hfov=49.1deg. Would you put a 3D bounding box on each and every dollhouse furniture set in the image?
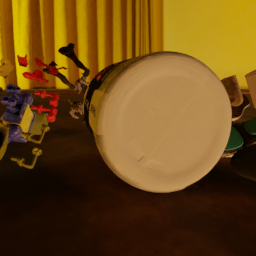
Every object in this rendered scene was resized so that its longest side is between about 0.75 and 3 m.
[{"bbox_3d":[2.764,-0.470,7.752,2.628,1.710,2.414,-15,7,42],"label":"dollhouse furniture set"}]

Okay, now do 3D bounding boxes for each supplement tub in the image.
[{"bbox_3d":[0.192,-0.265,4.774,1.827,1.827,2.982,-2,10,-13],"label":"supplement tub"}]

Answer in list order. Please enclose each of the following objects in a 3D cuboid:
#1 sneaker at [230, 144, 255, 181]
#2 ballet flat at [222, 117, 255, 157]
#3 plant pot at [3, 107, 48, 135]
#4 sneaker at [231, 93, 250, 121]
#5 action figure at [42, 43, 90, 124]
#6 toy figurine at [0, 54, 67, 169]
[{"bbox_3d":[1.931,0.411,3.399,0.718,0.601,1.582,10,-11,-38],"label":"sneaker"},{"bbox_3d":[2.115,0.226,5.208,1.977,0.711,0.711,-18,8,5],"label":"ballet flat"},{"bbox_3d":[-2.716,-0.208,7.631,0.952,1.002,1.002,11,10,-1],"label":"plant pot"},{"bbox_3d":[3.891,-0.636,10.970,2.412,0.878,1.021,-21,-13,-45],"label":"sneaker"},{"bbox_3d":[-1.242,-1.093,8.845,1.757,2.957,1.509,-43,35,1],"label":"action figure"},{"bbox_3d":[-1.974,-0.046,5.348,1.250,2.370,1.420,9,-32,-7],"label":"toy figurine"}]
